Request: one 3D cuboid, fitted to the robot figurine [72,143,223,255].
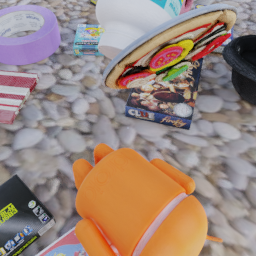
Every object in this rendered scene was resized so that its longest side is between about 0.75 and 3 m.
[{"bbox_3d":[0.182,1.493,5.075,2.827,1.649,2.033,36,17,25],"label":"robot figurine"}]

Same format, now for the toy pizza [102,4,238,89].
[{"bbox_3d":[0.638,-1.046,4.223,2.184,2.184,0.346,-24,86,-18],"label":"toy pizza"}]

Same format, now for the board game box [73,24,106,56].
[{"bbox_3d":[-1.256,-3.018,9.541,1.035,0.322,1.371,0,51,0],"label":"board game box"}]

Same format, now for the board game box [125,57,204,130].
[{"bbox_3d":[1.103,-1.216,7.993,1.758,0.449,2.595,12,52,10],"label":"board game box"}]

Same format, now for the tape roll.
[{"bbox_3d":[-3.530,-3.156,9.353,2.409,0.790,2.409,0,51,1],"label":"tape roll"}]

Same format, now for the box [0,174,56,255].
[{"bbox_3d":[-2.443,1.854,5.585,1.461,0.347,1.411,-38,63,-27],"label":"box"}]

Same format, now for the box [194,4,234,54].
[{"bbox_3d":[2.951,-3.548,9.911,1.487,0.398,2.455,12,53,9],"label":"box"}]

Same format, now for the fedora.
[{"bbox_3d":[3.837,-1.384,7.550,2.805,1.281,2.805,1,46,-1],"label":"fedora"}]

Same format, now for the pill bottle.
[{"bbox_3d":[0.337,-2.654,5.385,1.547,1.547,2.793,19,88,15],"label":"pill bottle"}]

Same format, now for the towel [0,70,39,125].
[{"bbox_3d":[-3.514,-0.925,7.929,1.423,0.225,1.975,7,50,8],"label":"towel"}]

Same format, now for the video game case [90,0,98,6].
[{"bbox_3d":[-1.043,-5.085,11.358,0.691,0.098,0.765,-36,60,-26],"label":"video game case"}]

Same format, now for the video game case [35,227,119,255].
[{"bbox_3d":[-0.652,2.941,4.793,1.720,0.210,2.406,-32,58,-23],"label":"video game case"}]

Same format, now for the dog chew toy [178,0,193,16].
[{"bbox_3d":[1.402,-4.914,10.567,2.037,1.268,1.268,27,55,30],"label":"dog chew toy"}]
